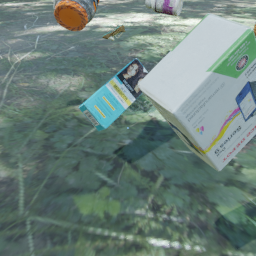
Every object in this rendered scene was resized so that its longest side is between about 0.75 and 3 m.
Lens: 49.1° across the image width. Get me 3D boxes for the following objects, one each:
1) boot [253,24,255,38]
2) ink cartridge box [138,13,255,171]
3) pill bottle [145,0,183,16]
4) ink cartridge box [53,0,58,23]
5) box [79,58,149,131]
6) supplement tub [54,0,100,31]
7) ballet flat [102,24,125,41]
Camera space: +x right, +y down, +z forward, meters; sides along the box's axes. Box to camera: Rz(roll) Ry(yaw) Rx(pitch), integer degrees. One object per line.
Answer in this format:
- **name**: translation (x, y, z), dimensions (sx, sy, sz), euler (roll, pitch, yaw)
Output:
- **boot**: translation (4.412, -3.187, 9.392), dimensions (0.323, 0.653, 0.841), euler (42, 10, 38)
- **ink cartridge box**: translation (1.065, -0.338, 3.478), dimensions (1.170, 1.610, 0.705), euler (-46, 47, 1)
- **pill bottle**: translation (1.329, -4.631, 10.413), dimensions (1.282, 0.720, 0.720), euler (20, 36, 19)
- **ink cartridge box**: translation (-1.555, -3.456, 7.946), dimensions (1.098, 0.433, 2.208), euler (-12, 11, -12)
- **box**: translation (-0.239, -0.831, 6.867), dimensions (1.901, 0.782, 0.467), euler (-46, 14, -24)
- **supplement tub**: translation (-0.992, -2.694, 5.715), dimensions (0.827, 0.827, 1.350), euler (7, 63, 11)
- **ballet flat**: translation (-0.572, -3.963, 11.890), dimensions (1.080, 0.391, 0.366), euler (-24, 8, 17)
